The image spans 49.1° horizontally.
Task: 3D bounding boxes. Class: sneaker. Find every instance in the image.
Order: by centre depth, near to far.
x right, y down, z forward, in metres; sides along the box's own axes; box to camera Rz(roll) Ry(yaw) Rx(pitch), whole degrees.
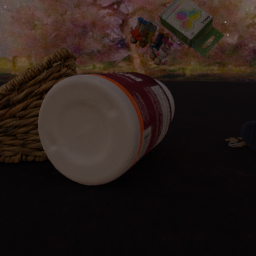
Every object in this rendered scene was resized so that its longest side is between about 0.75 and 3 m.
[{"bbox_3d":[2.861,0.229,5.066,1.556,0.575,0.640,16,17,31],"label":"sneaker"}]

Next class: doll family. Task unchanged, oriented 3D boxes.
[{"bbox_3d":[0.755,-2.507,8.252,1.582,0.982,0.713,46,52,12],"label":"doll family"}]

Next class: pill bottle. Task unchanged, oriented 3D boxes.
[{"bbox_3d":[-0.105,-0.188,4.687,1.471,1.471,2.577,5,13,21],"label":"pill bottle"}]

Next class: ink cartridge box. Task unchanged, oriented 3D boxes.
[{"bbox_3d":[2.164,-3.507,9.560,2.031,1.054,0.602,45,1,19],"label":"ink cartridge box"}]

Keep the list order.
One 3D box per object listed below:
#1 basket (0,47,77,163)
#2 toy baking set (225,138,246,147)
[{"bbox_3d":[-1.930,-0.571,5.563,1.822,1.901,2.552,-1,12,-7],"label":"basket"},{"bbox_3d":[2.355,0.316,5.780,0.607,0.092,0.791,-1,11,9],"label":"toy baking set"}]
